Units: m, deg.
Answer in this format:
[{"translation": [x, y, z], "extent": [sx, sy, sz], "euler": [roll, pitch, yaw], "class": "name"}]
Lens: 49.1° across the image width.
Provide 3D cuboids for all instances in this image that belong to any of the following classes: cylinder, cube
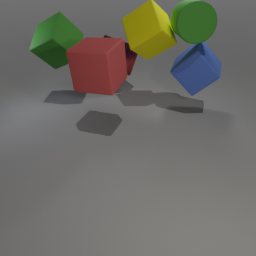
[{"translation": [2.340, -3.879, 10.151], "extent": [1.400, 1.400, 1.400], "euler": [-1, 27, -1], "class": "cylinder"}, {"translation": [-0.944, -2.037, 9.091], "extent": [1.400, 1.400, 1.400], "euler": [8, 36, 19], "class": "cube"}, {"translation": [2.791, -2.466, 11.413], "extent": [1.400, 1.400, 1.400], "euler": [-34, 19, 37], "class": "cube"}, {"translation": [-0.524, -3.558, 13.692], "extent": [1.400, 1.400, 1.400], "euler": [10, 19, -31], "class": "cube"}, {"translation": [0.830, -3.727, 10.808], "extent": [1.400, 1.400, 1.400], "euler": [-24, -17, 29], "class": "cube"}, {"translation": [-2.857, -3.487, 11.344], "extent": [1.400, 1.400, 1.400], "euler": [-11, 60, 34], "class": "cube"}]
